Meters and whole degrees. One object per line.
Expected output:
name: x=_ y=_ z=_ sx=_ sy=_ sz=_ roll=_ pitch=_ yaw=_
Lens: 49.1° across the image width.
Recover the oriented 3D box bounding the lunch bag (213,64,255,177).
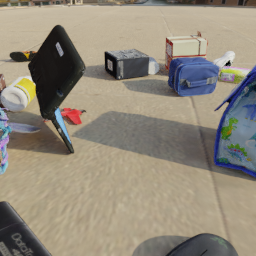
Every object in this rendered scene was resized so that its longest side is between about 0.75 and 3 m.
lunch bag: x=2.722 y=-0.385 z=5.938 sx=1.417 sy=2.224 sz=1.891 roll=17 pitch=34 yaw=28

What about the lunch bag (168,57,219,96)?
lunch bag: x=2.204 y=-1.768 z=9.645 sx=1.671 sy=1.136 sz=1.106 roll=-8 pitch=29 yaw=-15

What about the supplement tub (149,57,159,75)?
supplement tub: x=0.994 y=-2.657 z=11.922 sx=0.555 sy=0.555 sz=0.841 roll=-2 pitch=28 yaw=-3

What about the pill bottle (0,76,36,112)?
pill bottle: x=-3.362 y=-1.142 z=8.843 sx=0.799 sy=0.799 sz=1.426 roll=1 pitch=28 yaw=1

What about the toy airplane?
toy airplane: x=-1.816 y=-0.400 z=8.070 sx=1.275 sy=0.235 sz=1.275 roll=0 pitch=27 yaw=0

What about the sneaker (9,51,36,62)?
sneaker: x=-4.971 y=-3.493 z=13.614 sx=1.436 sy=0.502 sz=0.646 roll=-5 pitch=20 yaw=-15

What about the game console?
game console: x=-1.447 y=-0.925 z=6.469 sx=1.302 sy=1.967 sz=2.237 roll=26 pitch=23 yaw=-42

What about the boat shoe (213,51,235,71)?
boat shoe: x=4.360 y=-2.890 z=12.447 sx=1.707 sy=0.628 sz=0.570 roll=-34 pitch=54 yaw=-30

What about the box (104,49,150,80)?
box: x=-0.065 y=-2.650 z=11.542 sx=1.430 sy=0.888 sz=1.441 roll=-12 pitch=30 yaw=-21

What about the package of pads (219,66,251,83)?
package of pads: x=4.250 y=-2.080 z=10.995 sx=1.205 sy=0.411 sz=0.931 roll=12 pitch=30 yaw=20

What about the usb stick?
usb stick: x=-1.384 y=1.842 z=3.702 sx=0.757 sy=0.445 sz=2.728 roll=-19 pitch=33 yaw=-40

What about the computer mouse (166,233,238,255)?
computer mouse: x=0.873 y=1.881 z=3.612 sx=1.688 sy=0.445 sz=1.169 roll=-23 pitch=35 yaw=-36

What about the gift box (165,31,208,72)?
gift box: x=2.468 y=-3.171 z=11.812 sx=1.601 sy=1.583 sz=1.715 roll=-3 pitch=33 yaw=-3

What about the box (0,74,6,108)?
box: x=-4.401 y=-1.101 z=8.666 sx=1.086 sy=0.901 sz=0.892 roll=-7 pitch=29 yaw=-12

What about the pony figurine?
pony figurine: x=-3.075 y=-0.174 z=6.048 sx=1.926 sy=2.313 sz=2.232 roll=-13 pitch=14 yaw=-8
